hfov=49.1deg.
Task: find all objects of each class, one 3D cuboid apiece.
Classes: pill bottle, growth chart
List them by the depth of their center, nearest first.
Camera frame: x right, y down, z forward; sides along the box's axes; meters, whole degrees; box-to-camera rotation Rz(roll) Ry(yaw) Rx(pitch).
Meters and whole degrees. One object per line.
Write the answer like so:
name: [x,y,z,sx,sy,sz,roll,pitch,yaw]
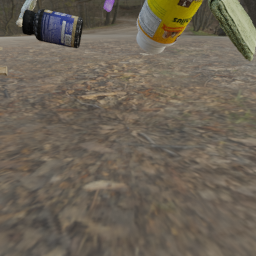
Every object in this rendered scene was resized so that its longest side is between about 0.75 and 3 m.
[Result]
pill bottle: [-1.503,-2.017,5.643,1.113,0.623,0.623,10,21,-8]
growth chart: [-1.930,-3.486,6.606,0.222,2.507,1.814,32,40,-32]
pill bottle: [1.274,-3.768,9.039,1.571,2.876,1.571,9,61,-16]

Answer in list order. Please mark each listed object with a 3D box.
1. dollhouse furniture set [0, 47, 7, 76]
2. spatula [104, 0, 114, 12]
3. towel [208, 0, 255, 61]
dollhouse furniture set: [-3.966,-2.152,8.537,0.460,1.040,0.539,-2,58,-20]
spatula: [-0.387,-4.954,10.038,0.165,1.608,0.454,41,15,27]
towel: [2.548,-2.592,6.656,0.335,1.834,1.361,-24,32,42]
